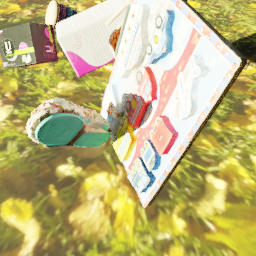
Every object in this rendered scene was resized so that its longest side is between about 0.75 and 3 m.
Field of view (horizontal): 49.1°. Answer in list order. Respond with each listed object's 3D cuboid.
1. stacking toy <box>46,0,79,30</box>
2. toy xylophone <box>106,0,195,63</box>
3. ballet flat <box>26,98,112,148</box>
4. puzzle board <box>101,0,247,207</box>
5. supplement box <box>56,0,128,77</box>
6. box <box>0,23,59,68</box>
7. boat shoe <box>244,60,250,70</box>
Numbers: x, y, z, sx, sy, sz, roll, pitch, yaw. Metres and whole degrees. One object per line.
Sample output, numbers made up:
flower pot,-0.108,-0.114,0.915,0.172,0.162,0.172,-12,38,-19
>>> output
stacking toy,-1.566,-3.390,9.067,2.001,0.854,0.854,5,34,-34
toy xylophone,0.340,-1.932,4.988,0.497,1.977,1.448,49,21,6
ballet flat,-0.923,-0.092,4.280,0.803,2.122,0.678,-41,73,6
puzzle board,0.218,-0.444,4.114,0.250,2.878,2.169,-9,52,-28
supplement box,-0.559,-2.503,7.342,2.346,1.187,1.212,-24,40,0
box,-2.812,-2.284,7.848,1.403,1.042,0.872,1,15,32
boat shoe,3.449,-1.945,8.455,0.281,0.264,0.782,35,12,-13
